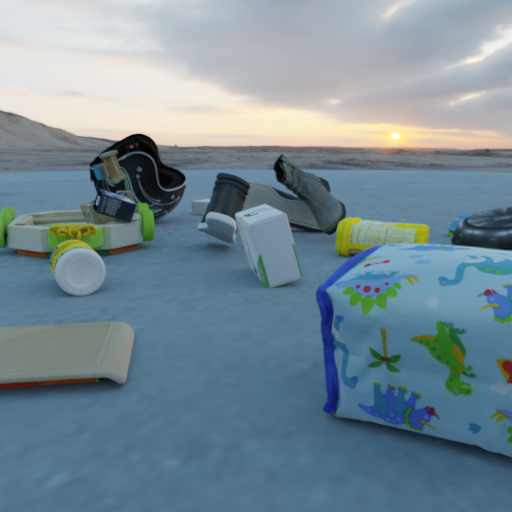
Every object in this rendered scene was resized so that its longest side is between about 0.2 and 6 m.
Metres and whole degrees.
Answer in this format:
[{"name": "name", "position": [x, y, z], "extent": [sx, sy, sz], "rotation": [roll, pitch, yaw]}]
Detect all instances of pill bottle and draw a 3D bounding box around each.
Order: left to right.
[{"name": "pill bottle", "position": [-2.628, 0.134, 8.147], "extent": [0.671, 0.671, 1.193], "rotation": [-5, 12, -25]}]

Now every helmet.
[{"name": "helmet", "position": [-3.090, -1.937, 14.932], "extent": [2.253, 2.148, 2.253], "rotation": [-21, 32, 14]}]

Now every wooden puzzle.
[{"name": "wooden puzzle", "position": [-1.958, 0.928, 5.261], "extent": [1.524, 0.284, 1.410], "rotation": [3, 10, -9]}]

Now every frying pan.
[{"name": "frying pan", "position": [4.366, -0.263, 9.867], "extent": [2.079, 0.559, 3.436], "rotation": [-3, 17, 30]}]

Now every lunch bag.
[{"name": "lunch bag", "position": [1.709, 0.516, 4.453], "extent": [1.812, 1.358, 2.131], "rotation": [6, 22, 30]}]

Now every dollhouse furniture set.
[{"name": "dollhouse furniture set", "position": [-3.278, -1.421, 11.856], "extent": [0.950, 1.348, 0.945], "rotation": [-24, 17, -25]}]

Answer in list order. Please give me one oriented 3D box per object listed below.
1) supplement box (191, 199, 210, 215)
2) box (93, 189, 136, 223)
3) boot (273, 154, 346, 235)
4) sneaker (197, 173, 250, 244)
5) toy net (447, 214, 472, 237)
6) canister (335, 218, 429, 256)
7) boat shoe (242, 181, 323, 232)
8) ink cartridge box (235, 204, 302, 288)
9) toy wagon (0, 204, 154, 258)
[{"name": "supplement box", "position": [-1.297, -1.458, 16.939], "extent": [1.151, 0.423, 0.725], "rotation": [8, 14, 35]}, {"name": "box", "position": [-2.747, -0.973, 10.862], "extent": [0.673, 0.418, 0.679], "rotation": [18, 8, -27]}, {"name": "boot", "position": [1.049, -1.361, 12.257], "extent": [1.424, 0.738, 2.180], "rotation": [26, 25, -26]}, {"name": "sneaker", "position": [-0.583, -0.938, 10.924], "extent": [0.791, 1.110, 2.238], "rotation": [20, -11, -6]}, {"name": "toy net", "position": [4.966, -0.469, 11.888], "extent": [1.361, 0.501, 2.594], "rotation": [4, 13, 7]}, {"name": "canister", "position": [2.386, -0.315, 10.533], "extent": [1.522, 0.659, 1.130], "rotation": [6, 13, 24]}, {"name": "boat shoe", "position": [0.659, -1.133, 13.774], "extent": [2.718, 0.909, 0.774], "rotation": [17, -4, 11]}, {"name": "ink cartridge box", "position": [0.165, -0.190, 8.715], "extent": [0.588, 1.014, 1.400], "rotation": [-18, 14, -7]}, {"name": "toy wagon", "position": [-3.618, -0.513, 11.238], "extent": [3.056, 0.779, 3.939], "rotation": [-3, 12, -15]}]
